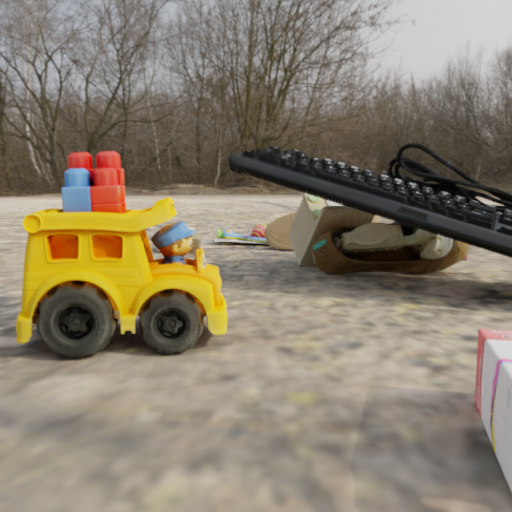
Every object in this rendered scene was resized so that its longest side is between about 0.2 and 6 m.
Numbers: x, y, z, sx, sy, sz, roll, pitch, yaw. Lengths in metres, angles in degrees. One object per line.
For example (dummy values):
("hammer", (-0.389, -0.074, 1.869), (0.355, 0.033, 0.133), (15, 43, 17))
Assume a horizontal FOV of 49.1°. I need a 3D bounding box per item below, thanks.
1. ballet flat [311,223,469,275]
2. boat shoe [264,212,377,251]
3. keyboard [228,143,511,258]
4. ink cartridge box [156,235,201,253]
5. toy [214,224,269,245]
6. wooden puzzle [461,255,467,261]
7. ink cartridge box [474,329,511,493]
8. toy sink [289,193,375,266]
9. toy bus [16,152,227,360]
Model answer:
("ballet flat", (2.231, -0.227, 8.792), (2.704, 0.917, 0.978), (-2, -22, -7))
("boat shoe", (1.390, -0.540, 12.215), (2.467, 0.887, 0.799), (-14, -16, -7))
("keyboard", (2.412, -0.949, 7.709), (5.198, 1.030, 2.705), (21, 15, 19))
("ink cartridge box", (-1.603, -0.270, 11.681), (0.885, 0.332, 0.729), (3, 8, -4))
("toy", (0.046, -0.513, 13.135), (1.973, 0.466, 1.136), (0, 8, 1))
("wooden puzzle", (2.856, -0.085, 10.942), (1.703, 0.202, 2.872), (-2, 8, -17))
("ink cartridge box", (1.738, 0.849, 2.865), (0.961, 0.557, 1.651), (2, 7, 14))
("toy sink", (1.253, -0.592, 9.522), (0.961, 0.826, 1.474), (-3, -36, -16))
("toy bus", (-1.191, -0.067, 5.178), (1.848, 1.774, 1.254), (0, 6, -8))
